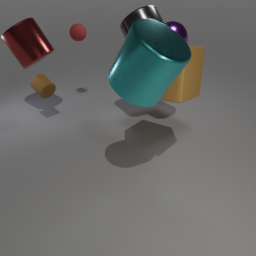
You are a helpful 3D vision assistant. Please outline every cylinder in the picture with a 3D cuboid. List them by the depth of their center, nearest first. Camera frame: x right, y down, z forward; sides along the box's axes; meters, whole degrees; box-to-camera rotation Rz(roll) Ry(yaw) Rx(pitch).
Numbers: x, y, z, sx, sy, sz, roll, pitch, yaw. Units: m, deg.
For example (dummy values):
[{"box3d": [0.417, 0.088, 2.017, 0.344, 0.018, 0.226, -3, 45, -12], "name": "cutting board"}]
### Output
[{"box3d": [0.446, -1.420, 6.229, 1.400, 1.400, 1.400, 17, 46, -18], "name": "cylinder"}, {"box3d": [0.641, -3.164, 9.583, 1.400, 1.400, 1.400, -25, -4, -2], "name": "cylinder"}, {"box3d": [-3.779, -3.200, 10.649, 1.400, 1.400, 1.400, -29, 18, 11], "name": "cylinder"}, {"box3d": [-3.298, -1.631, 10.914, 0.700, 0.700, 0.700, 42, 47, 21], "name": "cylinder"}]

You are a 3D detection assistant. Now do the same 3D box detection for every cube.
[{"box3d": [1.153, -1.562, 7.738, 1.400, 1.400, 1.400, 13, 20, 31], "name": "cube"}]

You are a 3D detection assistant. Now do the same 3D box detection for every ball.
[{"box3d": [-2.033, -3.897, 11.420, 0.700, 0.700, 0.700, 0, 31, 0], "name": "ball"}, {"box3d": [1.924, -3.955, 12.319, 1.400, 1.400, 1.400, 0, 31, 0], "name": "ball"}]
